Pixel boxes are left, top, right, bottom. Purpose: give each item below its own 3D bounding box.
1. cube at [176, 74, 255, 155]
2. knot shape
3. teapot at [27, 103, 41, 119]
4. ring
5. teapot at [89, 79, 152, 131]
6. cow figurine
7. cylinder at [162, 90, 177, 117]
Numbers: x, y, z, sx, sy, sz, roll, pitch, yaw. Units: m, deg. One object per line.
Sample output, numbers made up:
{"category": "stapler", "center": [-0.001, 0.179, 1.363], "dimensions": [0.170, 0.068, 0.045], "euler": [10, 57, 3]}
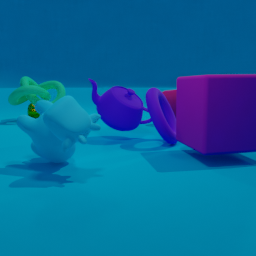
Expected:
{"category": "cube", "center": [1.701, -0.302, 5.106], "dimensions": [1.283, 1.283, 1.283], "euler": [-3, 9, -11]}
{"category": "knot shape", "center": [-3.362, -1.320, 10.276], "dimensions": [1.944, 0.898, 1.819], "euler": [-3, 24, -23]}
{"category": "teapot", "center": [-3.387, -0.601, 10.385], "dimensions": [0.535, 0.680, 1.093], "euler": [3, -16, -3]}
{"category": "ring", "center": [0.790, -0.277, 6.279], "dimensions": [0.271, 1.353, 1.353], "euler": [-24, 0, 20]}
{"category": "teapot", "center": [-0.184, -0.557, 6.674], "dimensions": [1.885, 0.923, 1.172], "euler": [23, 32, -16]}
{"category": "cow figurine", "center": [-1.032, 0.100, 4.364], "dimensions": [1.417, 1.440, 0.790], "euler": [25, 53, 25]}
{"category": "cylinder", "center": [1.709, -0.697, 9.102], "dimensions": [1.110, 1.110, 1.110], "euler": [0, 7, 37]}
